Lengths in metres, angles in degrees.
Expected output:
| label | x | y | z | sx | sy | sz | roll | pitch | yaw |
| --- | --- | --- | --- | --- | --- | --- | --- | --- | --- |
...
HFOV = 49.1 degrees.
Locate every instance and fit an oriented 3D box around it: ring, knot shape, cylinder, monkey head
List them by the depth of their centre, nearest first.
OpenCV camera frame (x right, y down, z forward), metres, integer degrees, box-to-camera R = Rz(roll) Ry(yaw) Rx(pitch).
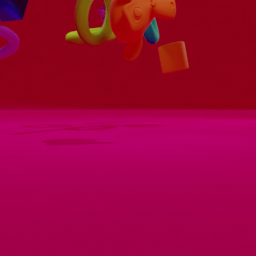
| label | x | y | z | sx | sy | sz | roll | pitch | yaw |
| --- | --- | --- | --- | --- | --- | --- | --- | --- | --- |
| monkey head | 0.258 | -2.322 | 5.749 | 1.257 | 1.747 | 1.053 | 0 | -6 | -11 |
| knot shape | -3.958 | -2.492 | 7.985 | 0.917 | 1.985 | 1.858 | 23 | -1 | 16 |
| ring | -0.872 | -3.212 | 7.993 | 0.350 | 1.748 | 1.748 | 23 | 14 | 24 |
| ring | 0.597 | -3.830 | 9.514 | 0.397 | 1.986 | 1.986 | -16 | -1 | 17 |
| ring | -1.345 | -3.444 | 10.420 | 1.941 | 0.388 | 1.941 | -6 | 24 | 3 |
| cylinder | 1.731 | -2.675 | 10.690 | 1.003 | 1.003 | 1.003 | -12 | 8 | 2 |

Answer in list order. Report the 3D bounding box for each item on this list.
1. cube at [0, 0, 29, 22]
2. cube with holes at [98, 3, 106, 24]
| label | x | y | z | sx | sy | sz | roll | pitch | yaw |
| --- | --- | --- | --- | --- | --- | --- | --- | --- | --- |
| cube | -3.574 | -3.741 | 8.293 | 0.783 | 0.783 | 0.783 | 1 | -20 | 19 |
| cube with holes | -0.583 | -4.459 | 10.913 | 0.719 | 0.719 | 0.719 | 26 | -23 | 31 |
